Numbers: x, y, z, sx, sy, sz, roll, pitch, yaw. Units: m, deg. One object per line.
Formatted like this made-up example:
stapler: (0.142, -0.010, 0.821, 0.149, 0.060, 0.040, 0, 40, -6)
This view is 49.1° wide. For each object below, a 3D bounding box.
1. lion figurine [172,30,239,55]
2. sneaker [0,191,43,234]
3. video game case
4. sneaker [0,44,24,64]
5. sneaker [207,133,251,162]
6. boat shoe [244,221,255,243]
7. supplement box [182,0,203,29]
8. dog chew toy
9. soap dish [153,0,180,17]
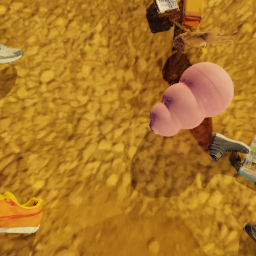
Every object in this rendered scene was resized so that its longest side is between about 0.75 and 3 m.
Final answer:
lion figurine: (2.374, -2.821, 8.845, 1.140, 1.862, 0.675, -10, 95, -39)
sneaker: (-3.289, 2.024, 6.651, 0.976, 2.674, 1.032, -1, 80, 36)
video game case: (4.103, 0.881, 8.188, 1.193, 0.148, 1.666, 30, 73, 9)
sneaker: (-4.284, -2.427, 8.634, 1.985, 0.857, 0.770, -7, 26, -17)
sneaker: (2.863, 0.696, 8.059, 1.134, 0.431, 0.820, 22, 61, 17)
boat shoe: (3.666, 3.005, 7.281, 1.414, 0.403, 0.473, 40, 75, 13)
supplement box: (2.295, -4.454, 9.873, 0.612, 0.632, 1.838, 7, 72, 2)
dog chew toy: (1.717, -0.715, 8.075, 2.577, 1.604, 1.604, -36, 74, -3)
soap dish: (1.321, -4.426, 9.971, 0.757, 0.391, 0.963, -13, 70, -5)
